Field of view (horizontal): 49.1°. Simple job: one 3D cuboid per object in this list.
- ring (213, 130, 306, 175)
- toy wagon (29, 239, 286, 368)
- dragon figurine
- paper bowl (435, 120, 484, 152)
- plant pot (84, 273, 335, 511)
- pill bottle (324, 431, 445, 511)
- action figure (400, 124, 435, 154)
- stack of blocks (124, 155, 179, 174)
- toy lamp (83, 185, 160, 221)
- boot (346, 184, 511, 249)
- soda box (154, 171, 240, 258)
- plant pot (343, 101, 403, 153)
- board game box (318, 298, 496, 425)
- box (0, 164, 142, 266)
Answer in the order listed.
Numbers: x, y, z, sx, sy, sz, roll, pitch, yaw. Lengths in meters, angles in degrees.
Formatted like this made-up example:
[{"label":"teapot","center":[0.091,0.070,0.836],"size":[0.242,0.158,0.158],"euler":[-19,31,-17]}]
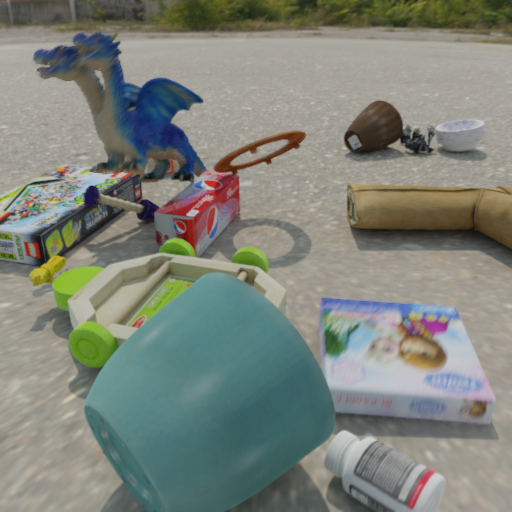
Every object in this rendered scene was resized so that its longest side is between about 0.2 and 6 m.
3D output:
[{"label":"ring","center":[0.089,-1.955,10.875],"size":[1.908,0.183,1.908],"euler":[-21,-3,-1]},{"label":"toy wagon","center":[-1.469,0.638,8.052],"size":[3.665,0.725,2.843],"euler":[7,27,15]},{"label":"dragon figurine","center":[-1.974,-2.654,10.925],"size":[1.392,2.352,4.730],"euler":[6,1,39]},{"label":"paper bowl","center":[5.861,-3.433,16.103],"size":[1.316,0.685,1.316],"euler":[-9,22,4]},{"label":"plant pot","center":[-0.571,1.422,5.215],"size":[1.626,2.026,2.026],"euler":[-32,40,-31]},{"label":"pill bottle","center":[1.181,2.092,5.282],"size":[1.038,0.575,0.575],"euler":[22,34,36]},{"label":"action figure","center":[4.616,-3.401,16.106],"size":[0.915,0.785,1.539],"euler":[4,23,-6]},{"label":"stack of blocks","center":[-2.966,-2.859,15.044],"size":[1.407,0.716,2.443],"euler":[-13,30,-24]},{"label":"toy lamp","center":[-2.577,-1.009,11.030],"size":[0.467,0.467,1.604],"euler":[27,8,42]},{"label":"boot","center":[3.460,-0.727,10.504],"size":[3.271,1.082,2.865],"euler":[2,14,2]},{"label":"soda box","center":[-1.055,-0.842,10.816],"size":[0.797,0.880,2.513],"euler":[8,27,15]},{"label":"plant pot","center":[3.210,-3.526,15.966],"size":[1.352,1.352,1.446],"euler":[24,48,40]},{"label":"board game box","center":[1.764,1.239,7.071],"size":[1.899,0.391,1.895],"euler":[3,28,2]},{"label":"box","center":[-4.040,-0.965,11.342],"size":[2.012,0.635,3.656],"euler":[7,27,14]}]
